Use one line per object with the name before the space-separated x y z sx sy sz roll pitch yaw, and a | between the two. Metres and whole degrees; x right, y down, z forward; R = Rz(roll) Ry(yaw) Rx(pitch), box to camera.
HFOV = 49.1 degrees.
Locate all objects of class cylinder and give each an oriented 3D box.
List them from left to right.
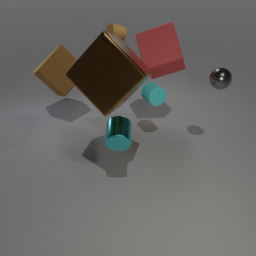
cylinder | -0.534 -4.242 12.501 0.700 0.700 0.700 1 26 -36
cylinder | -0.251 0.151 7.544 0.700 0.700 0.700 1 50 2
cylinder | 0.932 -1.226 10.156 0.700 0.700 0.700 -12 28 -19

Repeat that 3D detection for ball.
ball | 2.976 -1.583 9.000 0.700 0.700 0.700 0 32 0

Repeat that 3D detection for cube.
cube | -2.707 -2.235 11.146 1.400 1.400 1.400 -50 23 -10
cube | -0.409 -1.359 7.039 1.400 1.400 1.400 46 17 -2
cube | 1.249 -2.821 10.443 1.400 1.400 1.400 -15 -8 15
